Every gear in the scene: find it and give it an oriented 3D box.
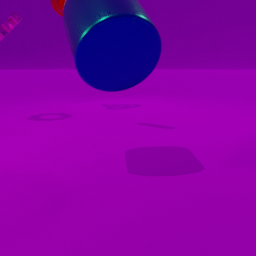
[{"bbox_3d":[-3.606,-2.690,7.923,1.408,0.260,1.408,-31,32,22],"label":"gear"}]

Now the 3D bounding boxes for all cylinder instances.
[{"bbox_3d":[-0.268,-1.349,4.072,1.197,1.197,1.197,-5,48,-19],"label":"cylinder"}]

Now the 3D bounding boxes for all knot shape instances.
[{"bbox_3d":[-1.999,-4.320,9.619,1.517,0.749,1.621,-13,9,42],"label":"knot shape"}]
